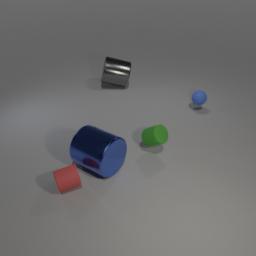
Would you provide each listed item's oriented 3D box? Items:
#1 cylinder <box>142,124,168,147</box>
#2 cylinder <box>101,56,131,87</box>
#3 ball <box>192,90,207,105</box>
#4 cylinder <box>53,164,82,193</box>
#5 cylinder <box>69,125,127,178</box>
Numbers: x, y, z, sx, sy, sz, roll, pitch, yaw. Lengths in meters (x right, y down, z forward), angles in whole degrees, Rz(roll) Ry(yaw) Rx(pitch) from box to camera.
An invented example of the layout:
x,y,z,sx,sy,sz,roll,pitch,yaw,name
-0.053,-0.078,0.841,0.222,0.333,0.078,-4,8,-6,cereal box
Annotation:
x,y,z,sx,sy,sz,roll,pitch,yaw,name
0.971,0.278,10.089,0.700,0.700,0.700,-31,8,-40,cylinder
-0.662,-3.050,15.258,1.400,1.400,1.400,11,31,-10,cylinder
3.328,-1.407,13.062,0.700,0.700,0.700,0,32,0,ball
-1.877,1.555,8.691,0.700,0.700,0.700,-19,36,-15,cylinder
-0.986,0.758,9.414,1.400,1.400,1.400,21,37,30,cylinder
